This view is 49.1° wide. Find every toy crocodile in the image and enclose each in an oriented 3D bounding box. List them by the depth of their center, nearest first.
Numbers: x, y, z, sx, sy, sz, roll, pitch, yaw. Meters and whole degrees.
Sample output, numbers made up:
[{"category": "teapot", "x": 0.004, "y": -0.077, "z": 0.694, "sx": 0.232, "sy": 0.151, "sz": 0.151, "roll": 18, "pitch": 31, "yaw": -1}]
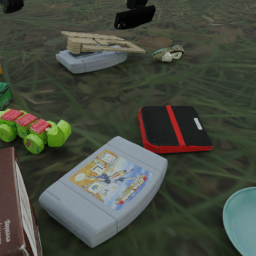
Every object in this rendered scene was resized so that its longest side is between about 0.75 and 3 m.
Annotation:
[{"category": "toy crocodile", "x": -2.602, "y": -0.041, "z": 7.177, "sx": 2.543, "sy": 0.785, "sz": 0.858, "roll": 17, "pitch": 40, "yaw": 22}]

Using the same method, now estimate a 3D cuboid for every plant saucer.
[{"category": "plant saucer", "x": 2.622, "y": 1.862, "z": 4.969, "sx": 1.878, "sy": 0.338, "sz": 1.878, "roll": 1, "pitch": 36, "yaw": 0}]

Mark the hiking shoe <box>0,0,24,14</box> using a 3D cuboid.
[{"category": "hiking shoe", "x": -2.441, "y": -3.119, "z": 5.676, "sx": 0.643, "sy": 1.699, "sz": 0.855, "roll": -39, "pitch": 96, "yaw": -39}]

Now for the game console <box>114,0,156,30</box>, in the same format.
[{"category": "game console", "x": 0.378, "y": -4.262, "z": 9.684, "sx": 1.481, "sy": 2.512, "sz": 0.303, "roll": -19, "pitch": 80, "yaw": -15}]

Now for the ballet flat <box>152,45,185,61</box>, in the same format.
[{"category": "ballet flat", "x": 1.755, "y": -3.028, "z": 11.532, "sx": 1.596, "sy": 0.541, "sz": 0.601, "roll": -24, "pitch": 61, "yaw": -32}]

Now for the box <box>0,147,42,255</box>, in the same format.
[{"category": "box", "x": -2.441, "y": 1.737, "z": 3.822, "sx": 2.283, "sy": 1.875, "sz": 1.894, "roll": -13, "pitch": 38, "yaw": -17}]

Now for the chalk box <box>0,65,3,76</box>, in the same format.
[{"category": "chalk box", "x": -5.875, "y": -2.316, "z": 9.769, "sx": 2.218, "sy": 1.384, "sz": 1.375, "roll": 8, "pitch": 37, "yaw": 10}]

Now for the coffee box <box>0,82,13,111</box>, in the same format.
[{"category": "coffee box", "x": -5.172, "y": -0.830, "z": 8.387, "sx": 2.807, "sy": 0.617, "sz": 1.726, "roll": 5, "pitch": 36, "yaw": 6}]

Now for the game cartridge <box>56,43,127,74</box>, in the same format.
[{"category": "game cartridge", "x": -1.408, "y": -2.872, "z": 11.317, "sx": 2.546, "sy": 0.529, "sz": 1.696, "roll": -21, "pitch": 45, "yaw": -26}]

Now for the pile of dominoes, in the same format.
[{"category": "pile of dominoes", "x": -1.081, "y": -3.383, "z": 11.599, "sx": 2.910, "sy": 0.463, "sz": 2.268, "roll": -7, "pitch": 34, "yaw": -33}]

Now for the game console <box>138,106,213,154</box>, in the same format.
[{"category": "game console", "x": 1.201, "y": -0.015, "z": 7.620, "sx": 1.718, "sy": 0.301, "sz": 1.942, "roll": 0, "pitch": 37, "yaw": -6}]

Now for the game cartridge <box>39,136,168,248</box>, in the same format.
[{"category": "game cartridge", "x": -0.329, "y": 1.161, "z": 5.839, "sx": 1.671, "sy": 0.521, "sz": 2.509, "roll": 21, "pitch": 41, "yaw": 32}]
